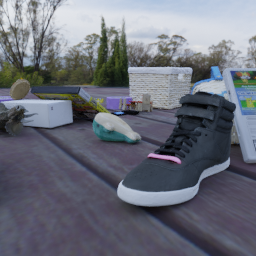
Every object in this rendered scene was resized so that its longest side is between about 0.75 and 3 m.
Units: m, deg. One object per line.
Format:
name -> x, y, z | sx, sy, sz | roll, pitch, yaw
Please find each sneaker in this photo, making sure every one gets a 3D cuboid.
sneaker -> 0.882, 0.169, 4.577 | 1.060, 1.487, 2.997 | 11, 16, 39

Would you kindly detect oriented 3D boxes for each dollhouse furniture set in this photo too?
dollhouse furniture set -> 0.538, -1.237, 13.573 | 1.560, 0.804, 1.543 | 2, 6, -26

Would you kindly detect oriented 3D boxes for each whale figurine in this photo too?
whale figurine -> -0.342, 0.121, 7.572 | 1.369, 0.710, 1.089 | 30, 13, 20

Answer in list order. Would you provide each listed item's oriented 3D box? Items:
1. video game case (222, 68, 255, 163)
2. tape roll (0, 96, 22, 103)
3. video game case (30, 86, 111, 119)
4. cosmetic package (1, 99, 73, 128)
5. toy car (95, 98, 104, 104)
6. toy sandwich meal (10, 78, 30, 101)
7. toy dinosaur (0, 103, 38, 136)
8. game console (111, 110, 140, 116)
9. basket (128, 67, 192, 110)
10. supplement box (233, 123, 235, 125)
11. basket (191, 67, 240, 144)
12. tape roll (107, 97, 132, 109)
video game case -> 3.536, -0.354, 6.186 | 2.500, 2.279, 0.275 | -1, -27, -5
tape roll -> -5.601, -0.861, 11.956 | 2.041, 0.867, 2.041 | 1, 10, 0
video game case -> -2.194, -0.972, 10.963 | 2.426, 0.309, 2.193 | 5, -20, 32
cosmetic package -> -3.344, -0.572, 10.253 | 2.399, 0.855, 1.217 | 4, 12, 29
toy car -> -1.537, -1.094, 11.140 | 0.934, 0.208, 0.879 | -13, -28, 35
toy sandwich meal -> -4.216, -1.496, 10.825 | 0.341, 0.996, 0.996 | 36, 25, 20
toy dinosaur -> -3.967, -0.301, 8.852 | 1.451, 1.092, 2.838 | 35, -17, -22
game console -> -0.159, -0.692, 12.981 | 1.349, 0.163, 0.796 | -11, 15, -43
basket -> 1.912, -2.400, 16.340 | 2.871, 2.309, 2.846 | 7, 12, 35
supplement box -> 4.171, -0.384, 8.145 | 1.640, 1.273, 2.971 | -1, 10, -3
basket -> 2.466, -0.598, 7.691 | 1.497, 1.897, 2.152 | -3, 20, 16
tape roll -> -0.486, -1.417, 15.719 | 1.434, 0.609, 1.434 | 1, 10, 0
